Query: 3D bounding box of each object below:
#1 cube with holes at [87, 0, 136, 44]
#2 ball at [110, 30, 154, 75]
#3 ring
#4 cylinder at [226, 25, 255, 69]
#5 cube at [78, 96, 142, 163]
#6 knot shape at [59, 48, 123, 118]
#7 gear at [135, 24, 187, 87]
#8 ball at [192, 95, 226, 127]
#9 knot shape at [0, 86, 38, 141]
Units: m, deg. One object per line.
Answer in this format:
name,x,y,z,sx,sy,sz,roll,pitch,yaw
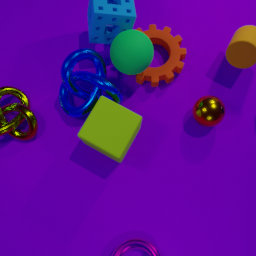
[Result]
cube with holes,-0.503,-3.166,7.868,1.111,1.111,1.111,0,65,-15
ball,0.102,-2.028,7.542,1.173,1.173,1.173,0,78,0
ring,0.210,3.529,7.128,1.421,0.284,1.421,-5,54,7
cylinder,3.327,-2.294,7.932,0.890,0.890,0.890,30,55,6
cube,-0.452,0.082,7.630,1.232,1.232,1.232,28,79,6
knot shape,-0.991,-1.095,7.798,1.832,0.905,1.958,22,123,-6
gear,0.778,-2.213,8.517,1.905,0.352,1.905,-1,75,3
ball,2.272,-0.474,7.890,0.904,0.904,0.904,0,78,0
knot shape,-3.453,-0.263,7.942,1.558,0.769,1.665,-31,80,-6
